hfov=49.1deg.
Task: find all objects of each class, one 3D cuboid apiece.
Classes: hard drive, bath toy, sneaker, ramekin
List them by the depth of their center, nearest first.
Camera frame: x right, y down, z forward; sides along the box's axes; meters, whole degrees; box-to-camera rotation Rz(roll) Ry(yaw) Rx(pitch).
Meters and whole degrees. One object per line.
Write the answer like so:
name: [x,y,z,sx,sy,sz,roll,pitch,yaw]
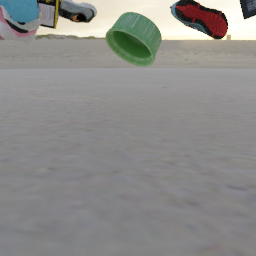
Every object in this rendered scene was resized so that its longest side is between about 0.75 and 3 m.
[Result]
bath toy: [-2.469,-2.430,5.931,0.956,1.125,2.588,-13,8,-19]
hard drive: [3.231,-3.456,7.163,0.765,1.096,0.180,-12,2,38]
sneaker: [2.245,-3.475,8.826,2.068,0.820,0.988,21,15,-21]
sneaker: [-1.886,-3.843,9.292,1.648,0.609,0.654,12,58,13]
ramekin: [0.240,-2.994,9.437,1.849,0.903,1.849,27,-14,7]

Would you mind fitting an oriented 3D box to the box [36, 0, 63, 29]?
box: [-1.864,-3.715,6.873,0.561,1.816,2.274,5,36,-12]
